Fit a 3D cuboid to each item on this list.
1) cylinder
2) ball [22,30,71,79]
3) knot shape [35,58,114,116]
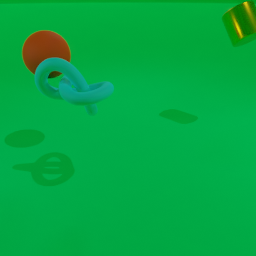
[{"bbox_3d":[3.074,-2.756,7.477,0.866,0.866,0.866,-21,-4,-1],"label":"cylinder"},{"bbox_3d":[-1.860,-1.677,6.429,1.070,1.070,1.070,0,27,0],"label":"ball"},{"bbox_3d":[-0.896,-0.712,5.253,1.387,0.685,1.482,18,-6,43],"label":"knot shape"}]
